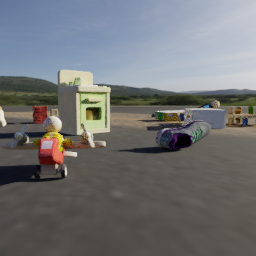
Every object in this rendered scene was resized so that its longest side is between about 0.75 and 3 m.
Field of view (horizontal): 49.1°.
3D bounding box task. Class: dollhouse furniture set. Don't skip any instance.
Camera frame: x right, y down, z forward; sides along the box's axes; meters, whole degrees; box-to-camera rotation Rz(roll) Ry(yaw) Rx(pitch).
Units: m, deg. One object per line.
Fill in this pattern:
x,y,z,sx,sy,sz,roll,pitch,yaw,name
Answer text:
-2.845,-0.536,10.787,1.567,0.637,0.843,-3,6,-24,dollhouse furniture set

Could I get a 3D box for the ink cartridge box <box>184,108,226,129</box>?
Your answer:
2.411,-0.329,8.927,1.009,0.580,1.390,0,6,1,ink cartridge box

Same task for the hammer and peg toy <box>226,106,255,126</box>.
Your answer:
4.392,-0.418,9.602,1.783,0.629,1.311,5,7,39,hammer and peg toy

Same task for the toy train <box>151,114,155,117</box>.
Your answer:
1.713,-0.639,14.305,1.140,0.195,0.261,-3,-6,-18,toy train

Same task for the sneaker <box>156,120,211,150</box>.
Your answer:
1.107,0.184,4.976,1.199,0.446,0.525,-14,22,-26,sneaker

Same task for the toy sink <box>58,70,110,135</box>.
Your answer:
-1.110,-0.680,7.204,1.056,1.620,0.907,-4,6,-43,toy sink

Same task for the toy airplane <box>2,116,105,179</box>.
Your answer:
-0.870,0.183,3.338,0.918,0.651,0.922,4,7,40,toy airplane

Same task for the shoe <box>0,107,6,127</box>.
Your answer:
-4.685,-0.294,9.172,2.188,0.584,0.765,1,43,42,shoe

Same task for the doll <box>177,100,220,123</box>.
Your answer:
2.560,-0.605,10.151,1.559,0.378,1.063,-19,-10,7,doll

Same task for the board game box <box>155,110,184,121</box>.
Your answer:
2.164,-0.554,12.058,1.663,0.335,1.272,-3,7,-17,board game box
